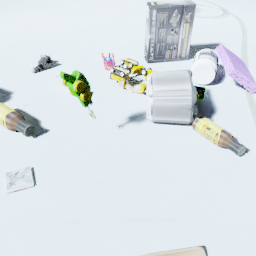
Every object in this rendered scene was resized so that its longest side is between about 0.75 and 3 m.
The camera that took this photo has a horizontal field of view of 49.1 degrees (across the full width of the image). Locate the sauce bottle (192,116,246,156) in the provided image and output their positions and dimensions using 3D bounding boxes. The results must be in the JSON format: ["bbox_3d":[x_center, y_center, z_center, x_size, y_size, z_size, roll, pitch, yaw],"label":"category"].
[{"bbox_3d":[3.016,0.253,9.349,0.617,0.617,1.908,-24,41,-27],"label":"sauce bottle"}]

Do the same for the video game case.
[{"bbox_3d":[-3.167,1.507,8.163,0.740,0.089,0.812,-14,40,-17],"label":"video game case"}]

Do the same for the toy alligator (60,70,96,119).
[{"bbox_3d":[-1.317,-1.087,8.431,0.641,2.163,0.587,28,72,34],"label":"toy alligator"}]

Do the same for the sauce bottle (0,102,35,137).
[{"bbox_3d":[-4.191,-0.312,9.996,2.232,0.722,0.722,25,44,30],"label":"sauce bottle"}]

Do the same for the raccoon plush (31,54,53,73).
[{"bbox_3d":[-4.411,-3.283,13.977,1.344,0.650,0.900,-28,38,-31],"label":"raccoon plush"}]

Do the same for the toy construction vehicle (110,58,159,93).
[{"bbox_3d":[0.259,-2.355,12.743,2.313,0.814,2.013,26,34,26],"label":"toy construction vehicle"}]

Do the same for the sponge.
[{"bbox_3d":[4.940,-2.797,12.836,1.576,0.421,2.825,30,34,-17],"label":"sponge"}]

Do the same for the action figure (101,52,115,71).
[{"bbox_3d":[-1.011,-3.529,14.080,0.591,0.897,1.812,-7,41,-8],"label":"action figure"}]

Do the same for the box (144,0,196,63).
[{"bbox_3d":[2.022,-4.761,13.977,2.276,2.874,0.695,-7,39,-9],"label":"box"}]

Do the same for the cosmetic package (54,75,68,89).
[{"bbox_3d":[-2.656,-1.985,12.363,1.181,0.488,0.299,15,38,17],"label":"cosmetic package"}]

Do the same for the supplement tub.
[{"bbox_3d":[3.532,-2.822,12.876,1.162,1.162,1.656,11,39,14],"label":"supplement tub"}]

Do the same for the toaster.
[{"bbox_3d":[1.575,-1.119,10.424,1.741,1.532,2.695,0,38,6],"label":"toaster"}]

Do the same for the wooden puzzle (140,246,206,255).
[{"bbox_3d":[1.054,3.315,5.639,2.802,0.328,1.890,-10,39,-13],"label":"wooden puzzle"}]

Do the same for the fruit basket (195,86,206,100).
[{"bbox_3d":[2.771,-1.439,11.630,0.861,0.621,0.861,4,21,-2],"label":"fruit basket"}]
